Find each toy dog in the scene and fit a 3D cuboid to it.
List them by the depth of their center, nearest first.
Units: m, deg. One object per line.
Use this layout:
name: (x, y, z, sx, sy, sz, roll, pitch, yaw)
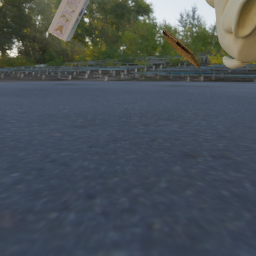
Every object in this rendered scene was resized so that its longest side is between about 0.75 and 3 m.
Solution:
toy dog: (2.550, -2.817, 6.120, 1.730, 2.479, 2.403, -10, -32, -4)

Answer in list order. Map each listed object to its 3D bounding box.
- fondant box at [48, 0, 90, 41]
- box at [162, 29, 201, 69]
fondant box: (-1.700, -3.902, 8.915, 0.641, 2.202, 1.588, 26, 13, -14)
box: (1.929, -2.745, 9.899, 1.350, 0.176, 1.651, 46, 13, 20)
